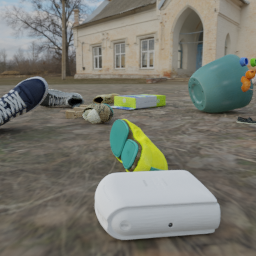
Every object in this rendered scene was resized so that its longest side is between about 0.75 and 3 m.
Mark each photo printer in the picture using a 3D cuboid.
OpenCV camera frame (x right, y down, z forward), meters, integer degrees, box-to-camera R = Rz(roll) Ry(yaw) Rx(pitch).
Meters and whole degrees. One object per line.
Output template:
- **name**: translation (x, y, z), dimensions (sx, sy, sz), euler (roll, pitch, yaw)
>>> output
- **photo printer**: translation (0.290, 0.966, 3.752), dimensions (1.457, 0.506, 1.213), euler (-1, 11, -8)

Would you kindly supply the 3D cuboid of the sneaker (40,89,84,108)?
- **sneaker**: translation (-3.703, -1.579, 15.521), dimensions (2.708, 1.016, 1.564), euler (-4, 14, -24)

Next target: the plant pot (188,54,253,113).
- **plant pot**: translation (4.272, -1.982, 13.634), dimensions (2.174, 2.709, 2.709), euler (-18, 15, -10)

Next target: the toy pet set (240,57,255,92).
- **toy pet set**: translation (5.884, -1.505, 10.880), dimensions (2.833, 2.645, 1.504), euler (-8, 5, -35)

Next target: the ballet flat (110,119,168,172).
- **ballet flat**: translation (0.193, 0.454, 6.032), dimensions (0.861, 0.858, 2.569), euler (19, 9, -16)

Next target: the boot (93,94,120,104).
- **boot**: translation (-1.349, -1.837, 17.771), dimensions (1.641, 0.597, 1.275), euler (0, 11, 6)

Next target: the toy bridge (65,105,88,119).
- **toy bridge**: translation (-2.126, -0.784, 13.101), dimensions (0.839, 0.340, 2.496), euler (4, 11, 6)

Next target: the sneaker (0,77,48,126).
- **sneaker**: translation (-3.924, -0.677, 9.015), dimensions (2.818, 0.988, 1.529), euler (-30, 10, 7)

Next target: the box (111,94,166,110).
- **box**: translation (0.586, -1.519, 15.993), dimensions (2.877, 0.686, 1.754), euler (-10, 14, -43)

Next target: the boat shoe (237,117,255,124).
- **boat shoe**: translation (4.657, -0.311, 10.873), dimensions (0.807, 0.268, 0.302), euler (9, 14, 38)

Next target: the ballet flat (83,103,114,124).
- **ballet flat**: translation (-1.314, -0.537, 11.149), dimensions (0.877, 0.790, 2.329), euler (-28, 17, -17)
